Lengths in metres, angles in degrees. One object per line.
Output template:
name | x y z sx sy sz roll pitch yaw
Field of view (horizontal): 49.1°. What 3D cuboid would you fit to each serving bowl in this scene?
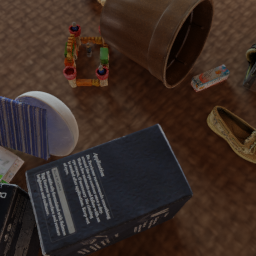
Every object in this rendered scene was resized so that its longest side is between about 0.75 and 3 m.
serving bowl | -2.147 -0.193 7.707 2.028 2.028 0.667 27 47 12

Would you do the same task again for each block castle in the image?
block castle | -1.312 -2.448 9.178 1.447 1.016 2.166 0 65 1

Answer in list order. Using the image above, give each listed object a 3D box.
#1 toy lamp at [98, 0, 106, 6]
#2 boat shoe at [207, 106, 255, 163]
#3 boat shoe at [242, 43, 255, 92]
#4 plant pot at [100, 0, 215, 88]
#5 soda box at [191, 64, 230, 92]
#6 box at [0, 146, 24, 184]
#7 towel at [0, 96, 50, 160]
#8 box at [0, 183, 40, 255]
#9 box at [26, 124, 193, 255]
toy lamp | -0.985 -4.769 10.464 0.678 0.678 2.329 -36 69 -15
boat shoe | 3.282 0.213 8.112 2.213 0.694 0.811 38 70 16
boat shoe | 4.359 -2.409 9.164 0.897 1.013 2.767 17 66 2
plant pot | 0.774 -3.076 8.695 2.711 2.739 2.739 32 69 21
soda box | 2.671 -1.622 9.124 1.200 0.410 0.381 -24 67 -11
box | -3.675 1.008 7.843 1.056 0.510 0.932 25 67 12
towel | -3.222 -0.105 7.753 2.343 1.696 0.279 16 35 12
box | -3.431 2.120 6.153 2.578 2.622 1.539 7 65 3
box | -0.360 1.599 6.320 2.819 2.773 1.655 -19 65 -9
